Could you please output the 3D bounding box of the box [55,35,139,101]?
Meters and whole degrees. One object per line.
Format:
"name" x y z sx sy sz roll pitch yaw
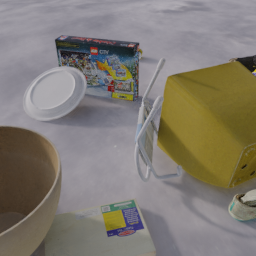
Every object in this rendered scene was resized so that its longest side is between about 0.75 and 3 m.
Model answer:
"box" -1.089 -2.193 10.282 2.988 2.041 0.563 10 36 14

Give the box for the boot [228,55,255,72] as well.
"boot" 5.365 -2.506 11.669 2.165 0.792 1.630 10 -5 -42

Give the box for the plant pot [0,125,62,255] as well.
"plant pot" -2.485 1.493 4.990 2.785 1.870 2.785 0 35 0

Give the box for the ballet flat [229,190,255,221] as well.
"ballet flat" 3.082 1.547 6.063 1.892 0.590 0.638 -11 33 -16

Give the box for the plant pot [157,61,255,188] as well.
"plant pot" 2.368 0.069 6.913 2.297 2.312 2.365 -16 44 -21

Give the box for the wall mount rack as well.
"wall mount rack" 0.700 -0.159 6.784 1.023 2.384 2.744 -12 38 17

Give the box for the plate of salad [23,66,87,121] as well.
"plate of salad" -2.527 -1.196 9.820 2.391 0.574 2.391 -7 58 12

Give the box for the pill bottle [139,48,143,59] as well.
"pill bottle" 0.472 -3.635 13.859 0.421 0.421 0.752 6 35 9

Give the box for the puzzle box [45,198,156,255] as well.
"puzzle box" -0.597 2.139 5.496 2.003 0.255 1.333 -8 35 -12

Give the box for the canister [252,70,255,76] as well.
"canister" 4.601 -1.196 9.698 2.534 1.097 1.882 -24 41 -29
